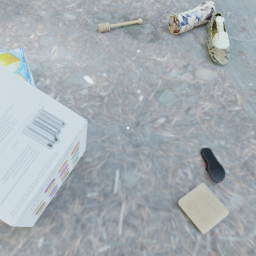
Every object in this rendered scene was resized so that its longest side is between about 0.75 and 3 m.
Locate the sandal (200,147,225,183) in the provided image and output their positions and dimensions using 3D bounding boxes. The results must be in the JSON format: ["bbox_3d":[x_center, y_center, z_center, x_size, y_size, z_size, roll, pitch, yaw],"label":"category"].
[{"bbox_3d":[2.860,1.286,9.519,0.551,0.330,1.466,-3,43,-8],"label":"sandal"}]

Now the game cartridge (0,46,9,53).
[{"bbox_3d":[-6.254,-3.227,12.342,1.848,0.374,1.232,13,62,8],"label":"game cartridge"}]

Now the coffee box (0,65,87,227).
[{"bbox_3d":[-3.178,0.650,7.841,2.974,2.941,2.970,32,68,2],"label":"coffee box"}]

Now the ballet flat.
[{"bbox_3d":[4.037,-4.136,12.475,0.965,1.071,2.844,3,58,2],"label":"ballet flat"}]

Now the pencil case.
[{"bbox_3d":[3.035,-5.222,13.193,2.287,1.023,0.890,-28,70,-17],"label":"pencil case"}]

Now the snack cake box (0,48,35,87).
[{"bbox_3d":[-4.540,-1.607,10.887,1.725,1.008,3.000,-18,60,-12],"label":"snack cake box"}]

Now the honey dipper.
[{"bbox_3d":[-0.339,-4.986,13.423,2.205,0.419,0.419,-16,59,-11],"label":"honey dipper"}]

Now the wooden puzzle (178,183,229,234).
[{"bbox_3d":[2.333,2.497,8.744,1.122,0.280,1.211,-31,67,-18],"label":"wooden puzzle"}]
